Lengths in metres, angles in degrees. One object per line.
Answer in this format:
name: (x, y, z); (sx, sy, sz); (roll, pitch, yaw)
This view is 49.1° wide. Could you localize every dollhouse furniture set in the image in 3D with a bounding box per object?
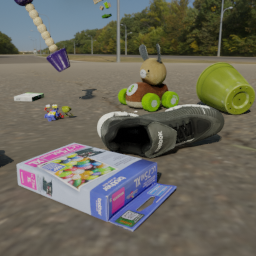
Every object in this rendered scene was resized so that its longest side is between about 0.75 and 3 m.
dollhouse furniture set: (-0.729, -3.599, 8.127); (0.385, 0.770, 0.297); (-13, 15, 34)

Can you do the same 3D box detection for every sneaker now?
sneaker: (0.710, 0.114, 5.726); (2.734, 0.909, 1.237); (-4, 19, -1)

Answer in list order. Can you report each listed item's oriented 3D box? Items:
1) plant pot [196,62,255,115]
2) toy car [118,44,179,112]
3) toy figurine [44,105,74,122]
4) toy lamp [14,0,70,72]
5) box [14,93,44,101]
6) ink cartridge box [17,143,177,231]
plant pot: (3.412, -1.225, 9.553); (1.643, 1.643, 1.582); (-3, 28, -12)
toy car: (0.740, -1.900, 10.235); (1.775, 2.250, 1.848); (-11, 19, -33)
toy figurine: (-2.191, -0.353, 8.512); (0.923, 0.487, 0.553); (3, 44, 18)
toy lamp: (-2.913, -3.276, 9.775); (0.802, 2.755, 0.802); (-27, 15, 8)
box: (-4.234, -1.337, 12.062); (0.813, 0.205, 1.127); (3, 17, 10)
ink cartridge box: (-0.490, 0.741, 4.274); (2.160, 0.453, 1.289); (12, 20, 32)
